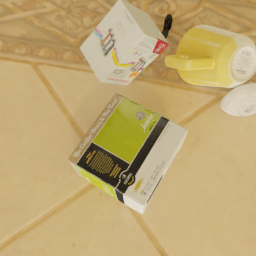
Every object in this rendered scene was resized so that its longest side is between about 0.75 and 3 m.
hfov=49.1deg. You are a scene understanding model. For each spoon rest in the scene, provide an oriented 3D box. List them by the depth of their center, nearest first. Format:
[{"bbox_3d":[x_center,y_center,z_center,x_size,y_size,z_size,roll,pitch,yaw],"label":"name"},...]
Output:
[{"bbox_3d":[4.011,-0.792,8.324,2.701,1.342,0.819,6,56,-16],"label":"spoon rest"}]

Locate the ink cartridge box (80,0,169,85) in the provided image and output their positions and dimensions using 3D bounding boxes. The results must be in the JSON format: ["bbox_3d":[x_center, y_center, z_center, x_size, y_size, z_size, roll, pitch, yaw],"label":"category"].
[{"bbox_3d":[-0.135,-2.461,8.456,1.985,1.442,1.435,-40,70,31],"label":"ink cartridge box"}]

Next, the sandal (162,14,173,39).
[{"bbox_3d":[1.349,-3.403,9.455,0.311,0.829,0.198,-5,36,-24],"label":"sandal"}]

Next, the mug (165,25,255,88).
[{"bbox_3d":[2.498,-1.856,8.109,2.295,1.838,1.884,-40,32,-7],"label":"mug"}]

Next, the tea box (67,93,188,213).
[{"bbox_3d":[0.023,0.685,7.566,2.228,1.514,2.265,30,70,13],"label":"tea box"}]
